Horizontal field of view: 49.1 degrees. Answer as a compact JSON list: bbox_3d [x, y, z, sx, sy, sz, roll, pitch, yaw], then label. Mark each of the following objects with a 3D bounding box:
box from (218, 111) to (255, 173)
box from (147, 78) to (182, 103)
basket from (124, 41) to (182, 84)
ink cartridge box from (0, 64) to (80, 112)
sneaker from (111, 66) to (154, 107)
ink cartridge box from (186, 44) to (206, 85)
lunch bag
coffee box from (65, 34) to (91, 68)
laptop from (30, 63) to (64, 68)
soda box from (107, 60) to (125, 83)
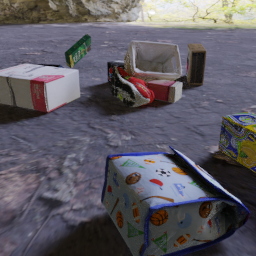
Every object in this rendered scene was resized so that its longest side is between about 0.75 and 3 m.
[{"bbox_3d":[3.137,0.549,5.779,0.861,0.939,2.679,-12,27,-23],"label":"box"},{"bbox_3d":[1.353,-1.403,10.385,1.133,0.617,0.724,14,28,28],"label":"box"},{"bbox_3d":[0.913,-2.519,11.249,2.071,1.404,1.278,0,-14,-19],"label":"basket"},{"bbox_3d":[-3.346,-1.517,10.067,2.623,1.086,1.922,11,27,23],"label":"ink cartridge box"},{"bbox_3d":[0.110,-1.513,10.419,1.126,1.022,2.653,-6,35,-24],"label":"sneaker"},{"bbox_3d":[3.011,-2.884,12.539,0.685,1.503,1.825,3,25,6],"label":"ink cartridge box"},{"bbox_3d":[0.728,1.065,4.484,1.879,1.163,1.597,0,22,-25],"label":"lunch bag"},{"bbox_3d":[-1.324,-2.055,7.504,0.190,0.532,0.866,36,66,10],"label":"coffee box"},{"bbox_3d":[-4.021,-2.602,13.615,1.608,0.937,1.814,4,51,10],"label":"laptop"},{"bbox_3d":[0.538,-2.625,12.677,2.896,0.917,1.025,-14,29,-29],"label":"soda box"}]
